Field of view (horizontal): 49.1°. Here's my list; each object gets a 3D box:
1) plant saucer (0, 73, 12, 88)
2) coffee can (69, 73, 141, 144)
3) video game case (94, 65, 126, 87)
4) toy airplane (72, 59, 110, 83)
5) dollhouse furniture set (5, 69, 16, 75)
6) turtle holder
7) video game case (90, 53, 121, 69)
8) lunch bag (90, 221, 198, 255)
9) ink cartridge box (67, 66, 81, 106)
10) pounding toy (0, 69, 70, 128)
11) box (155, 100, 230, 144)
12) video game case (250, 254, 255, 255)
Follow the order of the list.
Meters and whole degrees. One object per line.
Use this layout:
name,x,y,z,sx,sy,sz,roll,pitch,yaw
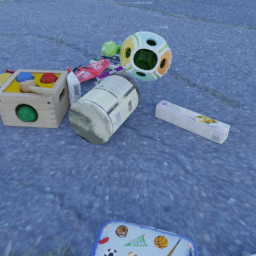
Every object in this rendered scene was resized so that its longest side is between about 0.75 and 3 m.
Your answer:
plant saucer,-5.317,-1.440,11.094,1.639,1.639,0.397,-11,67,-14
coffee can,-0.755,-0.731,9.800,1.636,1.636,2.235,16,39,21
video game case,-0.780,-1.782,11.487,0.274,1.387,1.530,43,52,18
toy airplane,-1.327,-2.478,13.144,2.861,0.526,2.861,1,35,-1
dollhouse furniture set,-5.932,-2.060,12.335,1.978,0.804,1.064,9,37,12
turtle holder,0.440,-2.675,9.973,2.325,1.766,1.651,41,18,-10
video game case,-0.451,-3.653,14.973,2.380,0.278,2.164,18,39,21
lunch bag,0.318,2.915,5.552,2.262,0.855,1.813,9,39,14
ink cartridge box,-2.273,-1.550,11.211,0.389,1.318,1.646,-16,39,-21
pounding toy,-3.318,-1.204,10.260,2.438,1.883,2.649,3,36,5
box,2.257,-0.260,10.100,2.723,0.564,0.527,25,42,31
video game case,3.160,3.273,5.368,1.959,0.445,1.776,-9,37,-11
